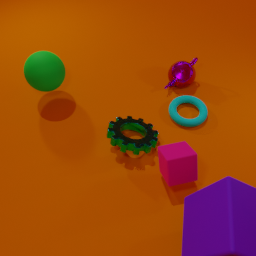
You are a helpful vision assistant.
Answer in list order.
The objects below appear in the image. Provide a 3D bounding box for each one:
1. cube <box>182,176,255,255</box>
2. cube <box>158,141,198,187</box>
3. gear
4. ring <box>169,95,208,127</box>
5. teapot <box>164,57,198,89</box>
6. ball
[{"bbox_3d":[1.981,1.956,5.314,1.359,1.359,1.359,24,51,-16],"label":"cube"},{"bbox_3d":[1.150,0.819,6.530,0.711,0.711,0.711,-11,23,-8],"label":"cube"},{"bbox_3d":[0.122,0.164,7.421,1.350,0.250,1.350,9,35,-6],"label":"gear"},{"bbox_3d":[1.760,-0.508,8.214,1.132,0.226,1.132,0,54,0],"label":"ring"},{"bbox_3d":[1.654,-1.677,8.763,1.408,0.689,0.875,-44,81,3],"label":"teapot"},{"bbox_3d":[-2.383,-1.618,8.041,1.156,1.156,1.156,0,52,0],"label":"ball"}]
